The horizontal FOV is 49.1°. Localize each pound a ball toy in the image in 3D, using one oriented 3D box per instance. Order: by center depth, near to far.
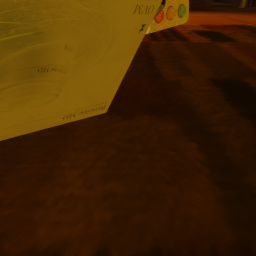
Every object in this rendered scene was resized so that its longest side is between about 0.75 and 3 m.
[{"bbox_3d":[0.932,-3.761,8.492,0.976,1.498,2.297,22,38,39],"label":"pound a ball toy"}]

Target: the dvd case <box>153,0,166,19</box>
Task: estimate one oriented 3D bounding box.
[{"bbox_3d":[-0.904,-2.088,5.441,2.128,0.350,2.831,13,-15,-23],"label":"dvd case"}]

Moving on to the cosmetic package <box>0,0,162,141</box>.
[{"bbox_3d":[-1.097,-1.216,3.223,2.391,2.399,1.475,-19,62,-43],"label":"cosmetic package"}]
